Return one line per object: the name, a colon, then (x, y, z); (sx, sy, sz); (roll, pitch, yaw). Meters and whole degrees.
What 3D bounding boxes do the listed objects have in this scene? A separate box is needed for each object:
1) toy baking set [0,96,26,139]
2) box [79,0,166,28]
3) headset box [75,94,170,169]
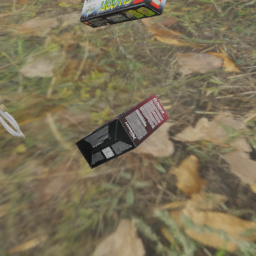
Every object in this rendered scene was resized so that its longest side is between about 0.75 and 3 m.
toy baking set: (-1.755, -0.402, 3.337); (1.171, 1.526, 0.178); (39, 68, 20)
box: (-0.092, -2.643, 5.249); (0.396, 1.254, 2.279); (15, 3, -38)
headset box: (-0.020, 0.010, 4.585); (0.527, 1.015, 1.364); (58, 38, -5)
